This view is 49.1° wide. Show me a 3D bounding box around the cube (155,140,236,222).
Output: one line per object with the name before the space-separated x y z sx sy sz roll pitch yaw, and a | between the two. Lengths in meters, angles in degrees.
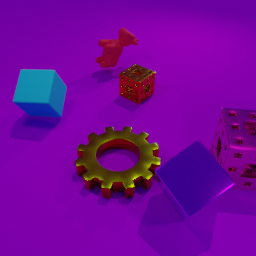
cube | 1.265 1.083 5.580 1.063 1.063 1.063 -33 68 -7

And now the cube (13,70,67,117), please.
cube | -2.462 -0.967 7.974 1.015 1.015 1.015 3 71 9

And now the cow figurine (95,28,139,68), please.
cow figurine | -0.376 -2.834 10.039 1.414 1.437 0.789 -11 44 -32

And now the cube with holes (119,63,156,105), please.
cube with holes | 0.292 -1.422 8.998 0.826 0.826 0.826 29 49 29

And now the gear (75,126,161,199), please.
gear | -0.240 0.762 6.887 2.048 0.379 2.048 0 42 0

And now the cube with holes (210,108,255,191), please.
cube with holes | 2.761 0.502 6.460 1.324 1.324 1.324 5 42 5
